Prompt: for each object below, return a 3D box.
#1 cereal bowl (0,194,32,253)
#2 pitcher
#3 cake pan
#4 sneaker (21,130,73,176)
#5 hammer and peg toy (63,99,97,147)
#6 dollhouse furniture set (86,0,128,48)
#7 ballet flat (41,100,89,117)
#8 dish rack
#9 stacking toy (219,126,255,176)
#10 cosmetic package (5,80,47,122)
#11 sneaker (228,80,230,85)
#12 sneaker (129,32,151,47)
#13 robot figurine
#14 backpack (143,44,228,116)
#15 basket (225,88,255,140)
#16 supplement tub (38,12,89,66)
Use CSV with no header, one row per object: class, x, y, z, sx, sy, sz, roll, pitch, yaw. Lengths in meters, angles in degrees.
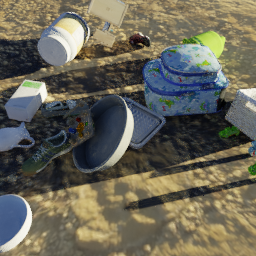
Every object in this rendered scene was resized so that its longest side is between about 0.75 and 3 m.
cereal bowl,-3.304,2.622,7.526,1.572,0.655,1.572,-8,44,8
pitcher,-4.030,0.423,9.797,1.259,0.763,1.080,-26,60,-38
cake pan,-0.809,0.218,9.065,0.490,2.673,2.673,29,31,-36
sneaker,-2.743,0.733,9.326,1.937,0.870,0.649,-33,54,-29
hammer and peg toy,-1.653,-0.176,9.671,1.088,0.522,1.480,-31,57,29
dollhouse furniture set,-1.454,-5.775,14.828,1.722,2.492,2.640,20,10,-20
ballet flat,-2.491,-0.820,11.059,1.866,0.594,0.629,-10,46,-10
dish rack,0.073,-0.163,10.493,2.218,0.483,1.904,30,51,26
stacking toy,4.939,0.546,9.674,2.825,0.664,2.130,-14,38,-4
cosmetic package,-4.045,-1.106,11.248,0.925,0.729,1.720,9,44,6
sneaker,4.042,-2.011,12.490,0.917,0.359,0.412,-3,28,-9
sneaker,0.544,-4.562,14.859,0.874,0.573,1.514,-24,40,-15
robot figurine,3.526,-3.775,13.433,2.390,1.383,2.097,-27,51,-24
backpack,2.092,-1.927,11.017,2.991,2.198,2.737,-8,43,1
basket,4.655,-0.533,10.070,1.544,1.241,1.530,-9,42,-36
supplement tub,-3.125,-4.336,13.676,1.801,1.801,2.494,12,47,11
